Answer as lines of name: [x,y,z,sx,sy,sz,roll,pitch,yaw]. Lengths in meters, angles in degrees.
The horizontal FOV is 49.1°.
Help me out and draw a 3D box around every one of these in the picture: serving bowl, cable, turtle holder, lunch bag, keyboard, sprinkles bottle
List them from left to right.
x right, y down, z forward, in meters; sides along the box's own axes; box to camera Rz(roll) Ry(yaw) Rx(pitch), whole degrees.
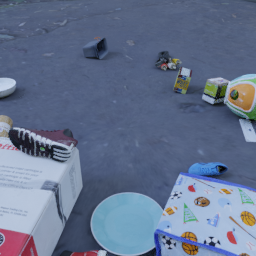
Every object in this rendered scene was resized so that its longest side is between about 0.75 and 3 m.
serving bowl: [-4.996,-1.492,10.866,1.299,0.427,1.299,1,33,0]
sprinkles bottle: [-3.703,0.268,8.090,0.567,0.567,1.660,-8,34,-11]
cable: [1.758,-3.261,13.727,1.160,0.601,2.389,-20,22,1]
lunch bag: [1.719,1.896,5.027,2.065,1.279,1.756,6,33,23]
keyboard: [3.811,0.068,8.867,0.354,0.067,1.257,9,35,5]
turtle holder: [4.036,-1.165,9.349,1.439,1.539,2.026,11,40,16]

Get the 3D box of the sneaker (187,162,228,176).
sneaker: [2.000,1.029,6.992,1.011,0.333,0.396,-3,-5,-13]

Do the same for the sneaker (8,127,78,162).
sneaker: [-1.750,0.229,6.033,1.438,0.544,0.831,20,30,9]

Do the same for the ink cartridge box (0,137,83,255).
ink cartridge box: [-2.387,1.580,5.479,2.150,1.248,2.980,6,34,9]

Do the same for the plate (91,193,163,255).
plate: [0.017,1.985,5.839,1.573,0.201,1.573,0,33,0]

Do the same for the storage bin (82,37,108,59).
storage bin: [-1.733,-4.166,14.535,0.913,0.989,1.360,0,32,18]

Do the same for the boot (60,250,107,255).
boot: [-0.905,2.639,4.629,0.975,0.490,1.352,1,26,3]

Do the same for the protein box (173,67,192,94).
protein box: [2.175,-1.883,11.092,0.508,0.747,0.753,18,37,6]

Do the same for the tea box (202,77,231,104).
tea box: [3.254,-1.374,10.258,0.803,0.790,0.537,-13,35,-36]
